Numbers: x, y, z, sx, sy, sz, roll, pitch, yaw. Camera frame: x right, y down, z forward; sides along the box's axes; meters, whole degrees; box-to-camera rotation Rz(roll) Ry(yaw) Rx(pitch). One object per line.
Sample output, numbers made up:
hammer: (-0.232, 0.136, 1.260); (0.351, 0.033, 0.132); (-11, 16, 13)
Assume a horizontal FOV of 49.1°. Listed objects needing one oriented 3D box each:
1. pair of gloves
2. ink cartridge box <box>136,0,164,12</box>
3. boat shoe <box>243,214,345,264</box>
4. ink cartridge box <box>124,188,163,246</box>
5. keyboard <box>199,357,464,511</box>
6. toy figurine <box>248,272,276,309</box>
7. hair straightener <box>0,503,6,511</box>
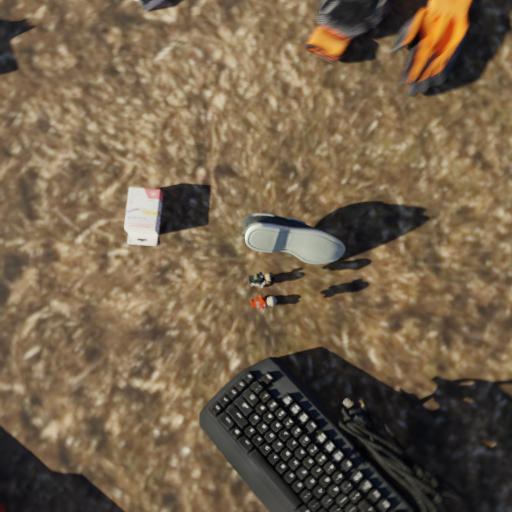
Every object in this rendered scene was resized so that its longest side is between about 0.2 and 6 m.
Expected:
pair of gloves: (2.835, -4.864, 11.685); (3.080, 0.381, 2.744); (24, 80, 7)
ink cartridge box: (-1.997, -5.852, 11.964); (1.373, 0.255, 0.650); (-36, 81, -9)
boat shoe: (0.717, -0.377, 10.499); (2.022, 0.764, 0.610); (15, 34, -24)
ink cartridge box: (-2.190, -0.756, 10.874); (0.617, 0.357, 1.059); (3, 79, 1)
keyboard: (1.417, 3.711, 9.359); (2.607, 0.992, 5.008); (-43, 75, -9)
toy figurine: (0.140, 0.651, 10.422); (0.480, 0.680, 0.690); (-6, 81, 3)
hair straightener: (-5.300, 4.269, 9.717); (1.226, 0.652, 3.187); (-37, 81, -7)
